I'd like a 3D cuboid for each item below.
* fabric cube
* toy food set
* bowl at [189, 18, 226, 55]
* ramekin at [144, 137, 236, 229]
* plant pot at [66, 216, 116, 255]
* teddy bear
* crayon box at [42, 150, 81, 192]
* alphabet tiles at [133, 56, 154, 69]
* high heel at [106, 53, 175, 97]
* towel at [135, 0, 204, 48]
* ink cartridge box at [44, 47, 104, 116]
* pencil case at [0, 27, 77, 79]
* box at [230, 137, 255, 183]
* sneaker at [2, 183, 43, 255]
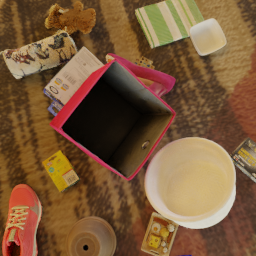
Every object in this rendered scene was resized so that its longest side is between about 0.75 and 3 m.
[{"bbox_3d":[-0.608,-0.238,8.898,2.586,2.578,2.537,40,78,-18],"label":"fabric cube"},{"bbox_3d":[1.081,3.569,9.289,0.958,0.403,1.335,19,89,6],"label":"toy food set"},{"bbox_3d":[3.163,-3.609,11.299,1.284,0.480,1.286,-25,88,-6],"label":"bowl"},{"bbox_3d":[2.041,1.794,8.913,2.763,1.347,2.763,-15,51,19],"label":"ramekin"},{"bbox_3d":[-1.247,3.669,8.846,1.676,1.462,1.676,0,74,1],"label":"plant pot"},{"bbox_3d":[-2.364,-4.474,11.587,2.241,0.748,1.625,-4,67,7],"label":"teddy bear"},{"bbox_3d":[-2.385,1.540,10.019,0.814,0.326,1.282,-33,78,-9],"label":"crayon box"},{"bbox_3d":[0.562,-2.388,11.273,0.825,0.031,0.992,28,76,8],"label":"alphabet tiles"},{"bbox_3d":[0.479,-2.229,10.864,2.768,0.932,1.328,37,61,17],"label":"high heel"},{"bbox_3d":[1.804,-4.516,11.747,2.562,0.300,1.954,-20,77,-8],"label":"towel"},{"bbox_3d":[-1.876,-1.446,10.269,1.711,0.957,2.508,42,76,-12],"label":"ink cartridge box"},{"bbox_3d":[-3.403,-2.858,10.821,2.801,1.090,1.253,-21,100,-5],"label":"pencil case"},{"bbox_3d":[4.497,1.158,10.129,1.049,0.320,1.324,-43,79,-10],"label":"box"},{"bbox_3d":[-3.446,3.232,9.060,1.075,1.265,2.917,-5,74,-2],"label":"sneaker"}]
